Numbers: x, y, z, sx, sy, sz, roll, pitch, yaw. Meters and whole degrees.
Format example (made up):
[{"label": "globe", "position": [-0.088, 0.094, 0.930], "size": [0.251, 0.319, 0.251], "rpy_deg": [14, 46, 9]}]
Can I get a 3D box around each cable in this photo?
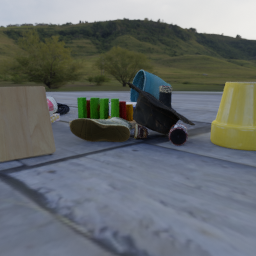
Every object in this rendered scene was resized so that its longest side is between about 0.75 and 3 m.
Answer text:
[{"label": "cable", "position": [-4.784, -1.157, 16.538], "size": [2.795, 0.710, 2.281], "rpy_deg": [-4, 11, -26]}]

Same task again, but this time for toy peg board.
[{"label": "toy peg board", "position": [-0.790, -0.748, 12.441], "size": [2.628, 1.285, 2.617], "rpy_deg": [6, 12, 31]}, {"label": "toy peg board", "position": [-3.131, -0.073, 7.519], "size": [1.866, 1.874, 0.917], "rpy_deg": [-8, -5, -37]}]

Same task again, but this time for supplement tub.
[{"label": "supplement tub", "position": [1.643, 0.185, 9.107], "size": [0.584, 0.584, 1.093], "rpy_deg": [2, 9, 11]}]

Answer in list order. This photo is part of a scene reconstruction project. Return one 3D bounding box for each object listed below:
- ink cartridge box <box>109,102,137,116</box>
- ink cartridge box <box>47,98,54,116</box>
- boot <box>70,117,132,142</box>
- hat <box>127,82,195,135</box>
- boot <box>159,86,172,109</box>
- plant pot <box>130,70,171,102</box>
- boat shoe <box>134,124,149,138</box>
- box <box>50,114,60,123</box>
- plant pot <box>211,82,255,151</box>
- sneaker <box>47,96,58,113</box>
[{"label": "ink cartridge box", "position": [-0.142, -0.943, 14.864], "size": [1.982, 0.839, 1.432], "rpy_deg": [9, 13, 38]}, {"label": "ink cartridge box", "position": [-3.597, -0.636, 11.387], "size": [1.051, 0.770, 0.435], "rpy_deg": [-34, 73, -35]}, {"label": "boot", "position": [-0.881, -0.025, 9.885], "size": [2.034, 0.733, 1.573], "rpy_deg": [6, 11, 4]}, {"label": "hat", "position": [0.948, -0.478, 10.322], "size": [2.901, 1.170, 2.901], "rpy_deg": [30, 10, -6]}, {"label": "boot", "position": [1.961, -1.573, 16.003], "size": [0.809, 1.693, 2.241], "rpy_deg": [-3, 10, -15]}, {"label": "plant pot", "position": [1.787, -2.701, 20.881], "size": [2.487, 2.647, 2.647], "rpy_deg": [13, 5, -20]}, {"label": "boat shoe", "position": [0.487, 0.132, 9.789], "size": [0.473, 0.474, 1.315], "rpy_deg": [7, 1, 8]}, {"label": "box", "position": [-3.723, -0.405, 13.205], "size": [0.340, 0.364, 1.755], "rpy_deg": [1, 9, 9]}, {"label": "plant pot", "position": [3.731, -0.464, 8.843], "size": [2.081, 1.958, 2.081], "rpy_deg": [0, 9, 0]}, {"label": "sneaker", "position": [-4.974, -0.842, 13.550], "size": [2.930, 1.106, 1.686], "rpy_deg": [-6, 16, 34]}]
